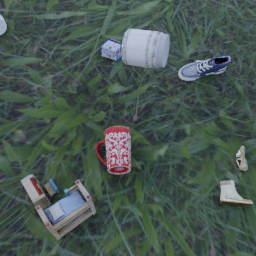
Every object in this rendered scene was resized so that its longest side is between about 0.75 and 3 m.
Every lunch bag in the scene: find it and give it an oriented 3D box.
[{"bbox_3d":[-0.610,-3.615,12.648,0.891,0.649,1.048,23,46,15],"label":"lunch bag"}]

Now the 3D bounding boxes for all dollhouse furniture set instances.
[{"bbox_3d":[-2.127,1.953,8.367,1.387,1.379,1.968,-32,61,-20],"label":"dollhouse furniture set"}]

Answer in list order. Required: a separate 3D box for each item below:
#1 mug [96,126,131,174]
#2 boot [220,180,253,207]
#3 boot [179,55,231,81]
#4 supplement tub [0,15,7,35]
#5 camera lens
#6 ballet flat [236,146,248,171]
[{"bbox_3d":[-0.408,0.841,9.590,0.950,1.264,1.424,17,53,-33],"label":"mug"},{"bbox_3d":[3.431,2.072,8.917,0.995,0.358,0.769,6,55,6],"label":"boot"},{"bbox_3d":[3.141,-2.554,11.557,2.054,0.928,0.747,-14,79,-2],"label":"boot"},{"bbox_3d":[-6.580,-5.200,13.491,0.997,0.997,1.421,-34,62,-21],"label":"supplement tub"},{"bbox_3d":[0.612,-2.922,10.347,1.633,1.306,1.306,11,56,15],"label":"camera lens"},{"bbox_3d":[3.904,1.026,9.662,0.316,0.341,0.968,-4,51,15],"label":"ballet flat"}]
